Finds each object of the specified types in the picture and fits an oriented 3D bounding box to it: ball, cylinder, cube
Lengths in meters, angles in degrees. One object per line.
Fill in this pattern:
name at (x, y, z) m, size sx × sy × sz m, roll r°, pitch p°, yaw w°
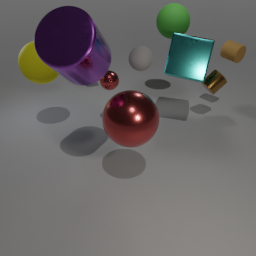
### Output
ball at (0.067, -0.225, 6.865) m, size 1.400 × 1.400 × 1.400 m, roll 0°, pitch 30°, yaw 0°
ball at (0.369, -1.991, 8.038) m, size 0.700 × 0.700 × 0.700 m, roll 0°, pitch 30°, yaw 0°
cylinder at (-1.225, -1.849, 6.564) m, size 1.400 × 1.400 × 1.400 m, roll 7°, pitch -6°, yaw 12°
ball at (-2.905, -2.177, 9.321) m, size 1.400 × 1.400 × 1.400 m, roll 0°, pitch 30°, yaw 0°
ball at (-0.668, -1.703, 10.024) m, size 0.700 × 0.700 × 0.700 m, roll 0°, pitch 30°, yaw 0°
cube at (2.158, -2.463, 10.013) m, size 1.400 × 1.400 × 1.400 m, roll 14°, pitch 12°, yaw 9°
cylinder at (4.125, -3.000, 10.984) m, size 0.700 × 0.700 × 0.700 m, roll -21°, pitch 43°, yaw -33°
cylinder at (3.336, -1.776, 10.862) m, size 0.700 × 0.700 × 0.700 m, roll -43°, pitch 32°, yaw 9°
ball at (1.890, -4.463, 11.732) m, size 1.400 × 1.400 × 1.400 m, roll 0°, pitch 30°, yaw 0°
